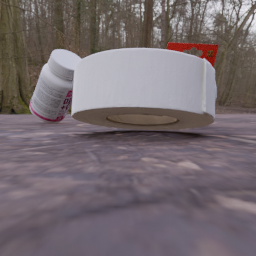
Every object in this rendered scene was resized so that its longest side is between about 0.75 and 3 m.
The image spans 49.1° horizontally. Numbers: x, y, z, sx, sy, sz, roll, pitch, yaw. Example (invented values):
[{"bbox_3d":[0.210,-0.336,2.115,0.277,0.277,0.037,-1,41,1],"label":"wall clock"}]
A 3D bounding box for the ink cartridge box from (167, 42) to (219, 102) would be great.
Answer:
[{"bbox_3d":[1.759,-1.185,7.881,1.802,2.217,0.633,-6,33,-26],"label":"ink cartridge box"}]

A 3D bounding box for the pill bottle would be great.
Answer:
[{"bbox_3d":[-2.464,-1.420,9.755,1.351,2.383,1.351,21,37,-17],"label":"pill bottle"}]

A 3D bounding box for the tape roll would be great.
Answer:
[{"bbox_3d":[0.281,-0.545,5.075,2.551,0.892,2.551,3,-8,0],"label":"tape roll"}]
